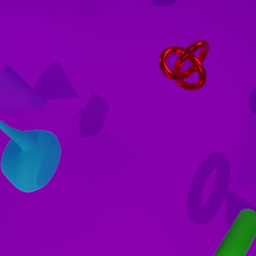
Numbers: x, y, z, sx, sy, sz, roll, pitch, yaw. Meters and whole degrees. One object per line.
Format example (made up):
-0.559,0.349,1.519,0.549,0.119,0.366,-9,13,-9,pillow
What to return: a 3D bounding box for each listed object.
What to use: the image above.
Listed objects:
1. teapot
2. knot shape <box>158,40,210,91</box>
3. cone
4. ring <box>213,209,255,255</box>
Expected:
-1.763,0.491,4.925,0.878,1.794,1.116,19,56,9,teapot
1.183,-1.273,5.397,1.050,0.485,0.982,35,109,-23,knot shape
-2.466,-0.713,6.737,1.283,1.279,1.279,18,76,-23,cone
1.916,2.454,5.408,0.400,1.998,1.998,31,78,26,ring
